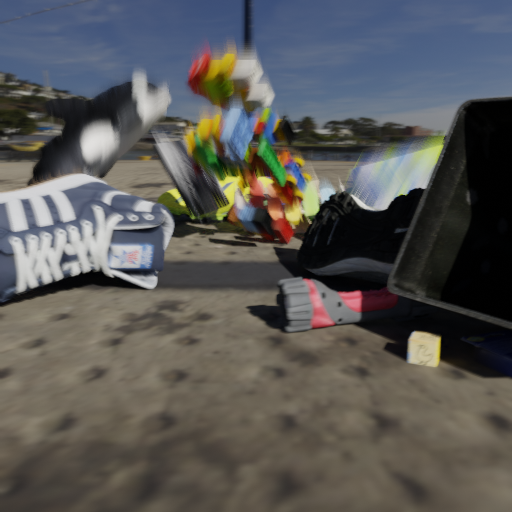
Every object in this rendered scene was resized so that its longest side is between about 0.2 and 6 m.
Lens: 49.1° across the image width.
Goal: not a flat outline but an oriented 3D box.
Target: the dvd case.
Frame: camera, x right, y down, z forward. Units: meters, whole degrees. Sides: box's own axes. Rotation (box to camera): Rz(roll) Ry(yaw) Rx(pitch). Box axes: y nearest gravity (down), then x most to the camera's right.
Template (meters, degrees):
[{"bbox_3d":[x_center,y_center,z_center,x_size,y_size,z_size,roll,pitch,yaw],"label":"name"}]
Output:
[{"bbox_3d":[-1.168,-1.460,10.289,0.179,1.448,1.088,-32,-3,35],"label":"dvd case"}]

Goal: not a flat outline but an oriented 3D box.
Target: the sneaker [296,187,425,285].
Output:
[{"bbox_3d":[1.668,-0.079,7.290,1.313,1.224,3.311,30,-10,-27],"label":"sneaker"}]

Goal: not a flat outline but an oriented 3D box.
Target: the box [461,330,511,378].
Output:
[{"bbox_3d":[2.304,0.857,4.565,0.670,0.179,1.105,-5,12,-23],"label":"box"}]

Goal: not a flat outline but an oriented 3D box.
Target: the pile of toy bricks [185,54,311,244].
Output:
[{"bbox_3d":[-0.409,-1.613,9.487,1.681,1.889,3.405,11,-22,28],"label":"pile of toy bricks"}]

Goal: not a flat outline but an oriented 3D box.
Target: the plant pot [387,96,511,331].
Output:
[{"bbox_3d":[2.700,-0.110,4.900,1.742,1.959,1.964,26,-5,-34],"label":"plant pot"}]

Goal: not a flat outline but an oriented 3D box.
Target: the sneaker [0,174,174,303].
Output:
[{"bbox_3d":[-2.235,-0.033,6.509,1.772,1.145,3.266,21,31,15],"label":"sneaker"}]

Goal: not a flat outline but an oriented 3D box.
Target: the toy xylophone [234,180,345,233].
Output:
[{"bbox_3d":[0.658,-1.075,11.301,2.296,0.577,1.681,-7,45,-3],"label":"toy xylophone"}]

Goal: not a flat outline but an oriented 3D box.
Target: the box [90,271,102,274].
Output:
[{"bbox_3d":[-2.359,-0.169,8.450,0.865,0.483,1.225,17,16,13],"label":"box"}]

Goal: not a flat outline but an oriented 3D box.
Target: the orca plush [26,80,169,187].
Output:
[{"bbox_3d":[-2.756,-1.724,8.398,1.160,3.262,1.716,42,-11,-6],"label":"orca plush"}]

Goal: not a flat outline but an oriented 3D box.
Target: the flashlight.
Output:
[{"bbox_3d":[1.028,0.417,5.650,1.612,0.548,0.546,-7,-21,-10],"label":"flashlight"}]

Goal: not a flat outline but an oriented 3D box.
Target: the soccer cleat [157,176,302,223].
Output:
[{"bbox_3d":[-0.587,-1.480,12.779,3.311,1.385,1.070,-1,12,-4],"label":"soccer cleat"}]

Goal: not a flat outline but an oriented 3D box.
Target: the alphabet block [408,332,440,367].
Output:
[{"bbox_3d":[1.435,0.795,4.776,0.232,0.227,0.228,4,14,24],"label":"alphabet block"}]

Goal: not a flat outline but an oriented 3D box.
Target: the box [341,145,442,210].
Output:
[{"bbox_3d":[2.326,-1.120,8.805,1.796,0.428,1.095,-15,40,0],"label":"box"}]
